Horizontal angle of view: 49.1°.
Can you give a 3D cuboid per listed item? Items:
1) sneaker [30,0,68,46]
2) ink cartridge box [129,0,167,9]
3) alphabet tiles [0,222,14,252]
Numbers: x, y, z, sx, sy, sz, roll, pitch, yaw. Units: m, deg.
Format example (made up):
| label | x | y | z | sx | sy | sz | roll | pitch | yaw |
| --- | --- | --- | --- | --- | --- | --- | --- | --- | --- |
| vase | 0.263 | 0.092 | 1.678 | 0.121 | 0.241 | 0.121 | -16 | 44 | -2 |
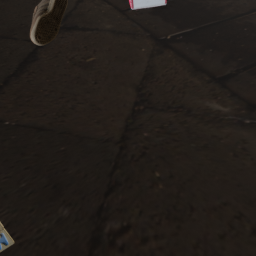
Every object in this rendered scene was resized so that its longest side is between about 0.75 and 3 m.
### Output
| label | x | y | z | sx | sy | sz | roll | pitch | yaw |
| --- | --- | --- | --- | --- | --- | --- | --- | --- | --- |
| sneaker | -2.433 | -3.194 | 8.236 | 0.768 | 0.716 | 2.033 | 3 | 60 | 30 |
| ink cartridge box | 0.320 | -4.526 | 7.439 | 0.991 | 1.726 | 2.376 | -10 | 46 | 1 |
| alphabet tiles | -2.363 | 1.472 | 3.521 | 1.390 | 1.670 | 0.053 | -31 | 22 | -16 |
